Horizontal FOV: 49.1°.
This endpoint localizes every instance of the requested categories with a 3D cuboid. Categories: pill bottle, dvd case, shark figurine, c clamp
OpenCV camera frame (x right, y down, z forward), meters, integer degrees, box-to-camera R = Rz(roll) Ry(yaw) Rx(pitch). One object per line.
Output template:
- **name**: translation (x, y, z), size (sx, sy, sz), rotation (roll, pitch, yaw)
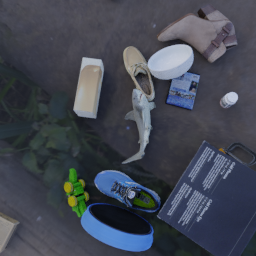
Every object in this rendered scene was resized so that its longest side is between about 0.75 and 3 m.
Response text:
- **pill bottle**: translation (3.613, -1.004, 10.012), size (0.431, 0.756, 0.431), rotation (0, 80, 0)
- **dvd case**: translation (2.031, -1.447, 10.415), size (1.011, 0.124, 1.417), rotation (15, 81, 4)
- **shark figurine**: translation (0.306, -0.087, 9.939), size (1.060, 1.518, 2.540), rotation (3, 97, 26)
- **c clamp**: translation (3.831, 0.964, 9.765), size (1.046, 0.166, 1.225), rotation (-39, 53, -22)

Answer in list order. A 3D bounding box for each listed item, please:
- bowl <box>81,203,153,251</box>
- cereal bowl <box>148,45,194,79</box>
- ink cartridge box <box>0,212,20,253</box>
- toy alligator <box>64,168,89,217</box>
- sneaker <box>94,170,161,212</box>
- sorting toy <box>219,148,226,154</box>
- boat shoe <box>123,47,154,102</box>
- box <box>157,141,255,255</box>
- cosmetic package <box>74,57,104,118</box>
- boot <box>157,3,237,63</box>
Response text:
- **bowl**: translation (-0.280, 2.899, 8.442), size (2.236, 2.236, 0.439), rotation (20, 91, 3)
- **cereal bowl**: translation (1.566, -2.263, 10.031), size (1.633, 0.680, 1.633), rotation (-16, 39, 13)
- **ink cartridge box**: translation (-4.469, 3.384, 9.387), size (1.236, 0.464, 1.018), rotation (26, 82, 4)
- **toy alligator**: translation (-1.730, 2.516, 9.500), size (0.613, 0.669, 2.258), rotation (-26, 78, 36)
- **sneaker**: translation (0.005, 2.076, 9.312), size (2.403, 1.071, 0.944), rotation (22, 80, 4)
- **sorting toy**: translation (3.466, 1.942, 9.555), size (1.708, 0.307, 2.293), rotation (-36, 82, -1)
- **boat shoe**: translation (0.430, -2.049, 10.211), size (0.804, 0.724, 2.229), rotation (-18, 81, -3)
- **box**: translation (2.738, 2.245, 8.765), size (2.518, 1.439, 2.765), rotation (33, 90, 15)
- **cosmetic package**: translation (-1.364, -1.395, 9.965), size (0.685, 1.014, 1.929), rotation (8, 82, 2)
- **boot**: translation (2.671, -3.285, 10.393), size (2.653, 0.932, 1.939), rotation (-30, 90, 3)
